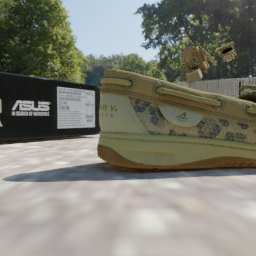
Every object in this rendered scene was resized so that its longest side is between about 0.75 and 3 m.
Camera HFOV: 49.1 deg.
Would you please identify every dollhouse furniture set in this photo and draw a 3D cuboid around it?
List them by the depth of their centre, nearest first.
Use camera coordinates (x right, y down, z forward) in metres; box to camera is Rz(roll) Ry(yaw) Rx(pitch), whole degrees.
[{"bbox_3d":[1.840,-1.689,6.391,1.156,0.726,1.307,-23,12,25],"label":"dollhouse furniture set"}]

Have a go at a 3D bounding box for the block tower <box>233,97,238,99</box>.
[{"bbox_3d":[1.247,-0.240,4.716,2.323,0.627,0.671,-2,2,-41],"label":"block tower"}]

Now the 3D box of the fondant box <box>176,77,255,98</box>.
[{"bbox_3d":[2.864,-0.690,6.974,2.850,0.830,2.056,3,1,28],"label":"fondant box"}]

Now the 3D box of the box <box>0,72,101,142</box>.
[{"bbox_3d":[-2.121,-0.195,3.060,2.376,0.645,2.965,1,2,36],"label":"box"}]

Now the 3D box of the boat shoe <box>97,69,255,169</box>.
[{"bbox_3d":[0.576,-0.052,1.490,1.472,0.462,0.540,-1,2,-19],"label":"boat shoe"}]
